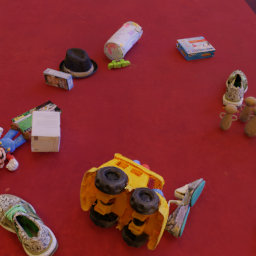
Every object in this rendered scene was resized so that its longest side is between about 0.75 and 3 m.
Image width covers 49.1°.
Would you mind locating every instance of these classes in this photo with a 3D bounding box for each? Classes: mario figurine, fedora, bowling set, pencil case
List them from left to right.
[{"bbox_3d":[-4.321,0.693,9.900,1.289,1.107,2.089,14,45,14],"label":"mario figurine"},{"bbox_3d":[-2.543,-3.426,14.172,2.117,0.967,2.117,0,44,0],"label":"fedora"},{"bbox_3d":[-0.216,-4.789,15.417,1.259,1.154,2.776,13,46,23],"label":"pencil case"},{"bbox_3d":[5.086,-0.657,11.012,2.682,1.440,1.866,16,47,15],"label":"bowling set"}]

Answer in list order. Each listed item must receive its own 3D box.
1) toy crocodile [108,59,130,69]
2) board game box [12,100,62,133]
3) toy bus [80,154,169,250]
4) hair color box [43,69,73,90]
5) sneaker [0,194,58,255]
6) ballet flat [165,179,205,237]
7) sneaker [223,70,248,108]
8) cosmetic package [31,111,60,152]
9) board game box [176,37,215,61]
[{"bbox_3d":[-0.455,-3.278,14.503,1.187,0.366,0.401,-14,46,-20],"label":"toy crocodile"},{"bbox_3d":[-3.801,-0.494,11.741,1.834,0.215,0.961,-34,56,-29],"label":"board game box"},{"bbox_3d":[0.243,1.925,8.416,2.566,1.741,2.464,25,32,22],"label":"toy bus"},{"bbox_3d":[-3.288,-2.301,13.242,1.336,0.661,0.405,18,47,17],"label":"hair color box"},{"bbox_3d":[-3.013,2.547,7.961,2.568,1.138,0.987,30,52,27],"label":"sneaker"},{"bbox_3d":[1.673,2.253,8.549,0.777,0.777,2.159,22,49,21],"label":"ballet flat"},{"bbox_3d":[4.982,-2.045,12.628,1.000,1.152,2.601,14,46,14],"label":"sneaker"},{"bbox_3d":[-3.023,0.134,10.294,0.977,0.976,1.184,1,50,-17],"label":"cosmetic package"},{"bbox_3d":[3.729,-4.431,15.563,1.614,0.451,1.581,-10,45,-10],"label":"board game box"}]
